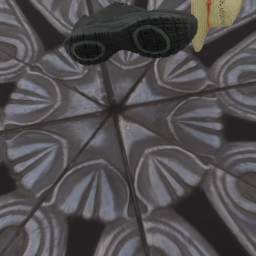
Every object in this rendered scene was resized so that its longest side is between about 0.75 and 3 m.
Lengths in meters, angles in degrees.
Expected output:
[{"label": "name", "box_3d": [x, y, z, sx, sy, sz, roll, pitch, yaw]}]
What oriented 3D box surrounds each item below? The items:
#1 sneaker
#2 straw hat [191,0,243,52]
[{"label": "sneaker", "box_3d": [0.032, -2.032, 5.536, 2.620, 0.995, 1.189, -1, 56, 10]}, {"label": "straw hat", "box_3d": [2.264, -3.031, 6.826, 0.974, 2.301, 2.301, 9, 61, 25]}]
